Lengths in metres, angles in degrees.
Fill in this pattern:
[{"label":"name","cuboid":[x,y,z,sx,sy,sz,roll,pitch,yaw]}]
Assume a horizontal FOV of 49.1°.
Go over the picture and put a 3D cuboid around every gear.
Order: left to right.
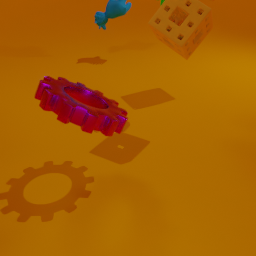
[{"label":"gear","cuboid":[-0.794,-0.419,4.992,1.629,0.301,1.629,24,18,-8]}]

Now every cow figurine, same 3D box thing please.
[{"label":"cow figurine","cuboid":[-0.646,-4.489,10.948,1.352,0.742,1.330,10,63,41]}]

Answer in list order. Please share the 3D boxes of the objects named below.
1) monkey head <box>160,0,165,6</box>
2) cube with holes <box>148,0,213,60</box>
[{"label":"monkey head","cuboid":[1.041,-2.901,6.379,0.694,1.152,0.829,47,38,12]},{"label":"cube with holes","cuboid":[1.104,-2.107,5.755,0.864,0.864,0.864,41,10,17]}]
